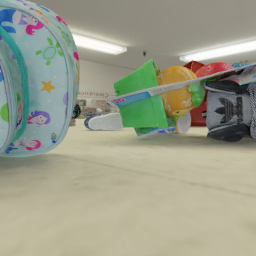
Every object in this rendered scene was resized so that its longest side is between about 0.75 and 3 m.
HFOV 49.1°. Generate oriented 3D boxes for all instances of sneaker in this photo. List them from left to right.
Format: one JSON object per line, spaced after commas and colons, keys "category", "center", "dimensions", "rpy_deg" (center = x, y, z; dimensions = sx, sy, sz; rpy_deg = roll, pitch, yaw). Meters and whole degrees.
{"category": "sneaker", "center": [-0.623, -0.192, 7.645], "dimensions": [1.159, 0.467, 0.849], "rpy_deg": [-7, 9, -21]}
{"category": "sneaker", "center": [1.764, -0.223, 3.400], "dimensions": [1.480, 0.981, 2.600], "rpy_deg": [-1, -3, -1]}

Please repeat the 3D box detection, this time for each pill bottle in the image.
{"category": "pill bottle", "center": [0.812, -0.176, 6.193], "dimensions": [1.022, 0.573, 0.573], "rpy_deg": [2, 3, 39]}

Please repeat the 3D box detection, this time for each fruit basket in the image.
{"category": "fruit basket", "center": [1.107, -0.544, 4.763], "dimensions": [2.460, 1.153, 2.279], "rpy_deg": [-7, -1, 13]}

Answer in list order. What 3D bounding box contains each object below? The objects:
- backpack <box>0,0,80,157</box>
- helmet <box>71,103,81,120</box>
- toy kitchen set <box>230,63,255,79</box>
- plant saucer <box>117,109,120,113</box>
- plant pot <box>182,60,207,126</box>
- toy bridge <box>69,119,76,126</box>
{"category": "backpack", "center": [-1.217, -0.405, 2.339], "dimensions": [1.598, 1.419, 1.203], "rpy_deg": [4, 24, -10]}
{"category": "helmet", "center": [-4.040, -1.132, 18.670], "dimensions": [1.508, 1.508, 1.438], "rpy_deg": [2, 12, 33]}
{"category": "toy kitchen set", "center": [2.522, -0.609, 5.352], "dimensions": [0.849, 1.442, 1.155], "rpy_deg": [2, -4, -4]}
{"category": "plant saucer", "center": [-0.085, -0.757, 12.010], "dimensions": [0.321, 1.278, 1.278], "rpy_deg": [43, 26, 28]}
{"category": "plant pot", "center": [2.856, -1.084, 10.818], "dimensions": [2.013, 2.283, 2.285], "rpy_deg": [13, 2, -5]}
{"category": "toy bridge", "center": [-2.598, -0.220, 10.791], "dimensions": [1.938, 0.264, 0.651], "rpy_deg": [2, 1, 44]}
